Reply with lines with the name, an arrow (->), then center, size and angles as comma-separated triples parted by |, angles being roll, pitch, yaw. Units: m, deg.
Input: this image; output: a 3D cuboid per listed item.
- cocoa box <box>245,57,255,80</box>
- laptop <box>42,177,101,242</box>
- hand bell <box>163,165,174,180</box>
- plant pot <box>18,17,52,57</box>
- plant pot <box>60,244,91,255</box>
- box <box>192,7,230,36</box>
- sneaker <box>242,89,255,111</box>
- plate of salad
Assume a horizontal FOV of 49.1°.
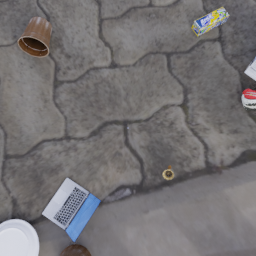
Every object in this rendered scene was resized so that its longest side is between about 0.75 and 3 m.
cocoa box -> 5.877, -2.742, 10.650 | 1.548, 1.523, 2.322 | 39, 58, 10
laptop -> -1.984, 2.746, 9.671 | 1.657, 0.960, 1.551 | 32, 75, 9
hand bell -> 1.492, 1.532, 10.117 | 0.399, 0.765, 0.399 | 4, 107, 13
plant pot -> -3.719, -3.796, 11.537 | 1.245, 1.245, 1.233 | 8, 66, 2
plant pot -> -1.814, 4.452, 9.004 | 1.186, 1.268, 1.186 | 0, 74, 0
box -> 3.544, -4.585, 12.080 | 1.517, 0.488, 0.531 | -28, 76, -8
sneaker -> 5.602, -1.264, 10.936 | 2.240, 0.863, 0.951 | -1, 69, 0
plate of salad -> -3.924, 4.147, 9.516 | 1.984, 0.476, 1.984 | -3, 67, 8
